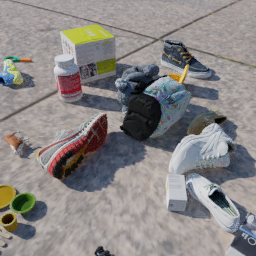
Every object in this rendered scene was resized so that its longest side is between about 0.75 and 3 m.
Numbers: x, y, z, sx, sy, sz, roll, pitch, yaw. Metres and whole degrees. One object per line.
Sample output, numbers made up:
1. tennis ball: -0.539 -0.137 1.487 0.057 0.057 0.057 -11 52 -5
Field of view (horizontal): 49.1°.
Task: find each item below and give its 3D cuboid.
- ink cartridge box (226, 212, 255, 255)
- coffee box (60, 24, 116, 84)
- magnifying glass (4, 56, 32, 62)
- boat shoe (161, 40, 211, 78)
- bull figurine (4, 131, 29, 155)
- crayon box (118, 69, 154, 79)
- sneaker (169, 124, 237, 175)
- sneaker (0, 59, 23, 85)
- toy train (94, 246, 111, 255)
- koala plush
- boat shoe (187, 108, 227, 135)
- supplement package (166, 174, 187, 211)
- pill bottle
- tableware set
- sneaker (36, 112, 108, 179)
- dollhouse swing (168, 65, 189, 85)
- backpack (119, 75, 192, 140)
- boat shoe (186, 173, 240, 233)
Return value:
1. ink cartridge box: 3.414 2.871 5.885 2.334 0.458 1.161 28 46 29
2. coffee box: -1.747 -3.343 12.484 1.850 1.829 1.847 -19 43 -22
3. magnifying glass: -5.485 -3.405 13.922 1.387 0.155 0.552 6 39 6
4. boat shoe: 2.633 -3.176 12.804 2.592 1.177 0.917 27 46 29
5. bull figurine: -3.542 0.462 8.965 1.025 0.334 0.622 32 47 32
6. crayon box: 0.319 -2.146 12.144 1.579 0.407 0.992 0 39 1
7. sneaker: 2.284 0.749 8.138 2.520 0.982 1.252 -29 50 -30
8. sneaker: -5.353 -2.437 12.293 0.940 0.678 1.790 -25 46 -27
9. toy train: -0.195 2.964 5.938 1.301 0.222 0.298 23 48 27
10. koala plush: 0.181 -1.411 10.480 1.640 1.583 1.785 9 38 30
11. boat shoe: 2.709 -0.174 9.520 1.748 0.623 0.564 -27 46 -32
12. supplement package: 1.250 1.679 7.328 0.459 0.477 0.838 4 38 2
13. pill bottle: -2.324 -1.934 10.836 0.941 1.676 0.941 -2 37 1
14. tableware set: -3.756 1.949 7.061 2.604 0.400 1.754 14 41 17
15. sneaker: -1.610 0.288 8.585 1.141 1.081 2.778 23 44 27
16. dollhouse swing: 1.931 -2.086 11.616 1.017 0.984 1.119 10 41 11
17. backpack: 1.017 -0.725 9.436 1.510 1.991 2.386 41 48 14
18. boat shoe: 2.196 1.712 7.161 0.695 0.631 1.889 -19 43 -22
